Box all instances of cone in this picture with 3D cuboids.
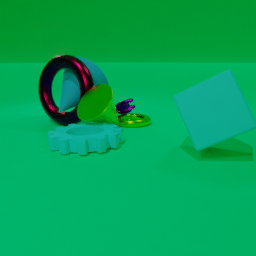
[{"bbox_3d":[-1.618,-0.999,8.315,1.566,1.566,1.572,8,51,29],"label":"cone"},{"bbox_3d":[-0.555,-0.389,7.411,1.117,1.117,1.121,14,-21,43],"label":"cone"}]

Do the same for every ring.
[{"bbox_3d":[0.142,-0.238,8.414,1.122,0.224,1.122,0,14,0],"label":"ring"},{"bbox_3d":[-1.808,-1.077,8.069,2.024,2.024,0.405,8,11,30],"label":"ring"}]

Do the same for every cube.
[{"bbox_3d":[1.780,-0.325,5.681,1.165,1.165,1.165,-25,-8,21],"label":"cube"}]

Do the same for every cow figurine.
[{"bbox_3d":[-0.296,-0.589,8.651,0.895,0.499,0.909,-16,10,21],"label":"cow figurine"}]

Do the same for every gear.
[{"bbox_3d":[-0.972,0.203,6.423,1.648,0.305,1.648,-2,14,0],"label":"gear"}]
